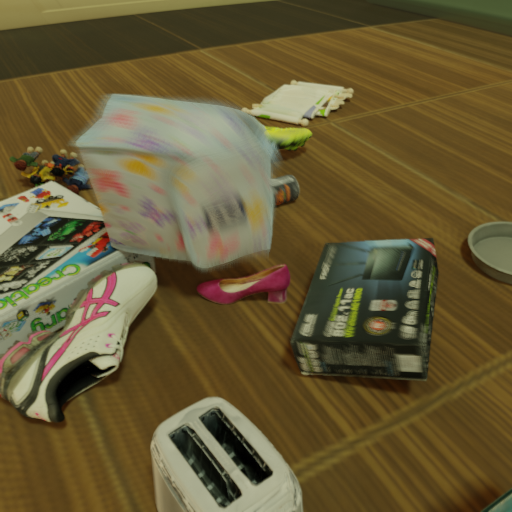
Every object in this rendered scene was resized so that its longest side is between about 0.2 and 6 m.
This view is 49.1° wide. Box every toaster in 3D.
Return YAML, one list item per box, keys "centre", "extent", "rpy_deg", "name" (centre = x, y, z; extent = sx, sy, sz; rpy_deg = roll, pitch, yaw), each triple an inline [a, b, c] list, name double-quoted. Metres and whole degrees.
- centre: [-0.363, 2.468, 5.902]
  extent: [1.192, 1.355, 2.097]
  rpy_deg: [-22, 41, -28]
  name: "toaster"

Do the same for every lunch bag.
- centre: [-1.048, -1.052, 8.442]
  extent: [2.609, 2.212, 1.659]
  rpy_deg: [9, 49, 9]
  name: "lunch bag"

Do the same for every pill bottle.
- centre: [0.323, -1.325, 11.792]
  extent: [1.072, 0.569, 0.569]
  rpy_deg: [-18, 40, -23]
  name: "pill bottle"

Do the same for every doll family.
- centre: [-4.472, -1.852, 12.419]
  extent: [1.860, 0.730, 1.075]
  rpy_deg: [3, 31, 0]
  name: "doll family"

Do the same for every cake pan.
- centre: [4.747, -0.027, 10.208]
  extent: [1.763, 0.323, 1.763]
  rpy_deg: [0, 36, 0]
  name: "cake pan"

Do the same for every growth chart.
- centre: [1.367, -4.549, 16.467]
  extent: [2.338, 0.287, 3.231]
  rpy_deg: [20, 40, 24]
  name: "growth chart"

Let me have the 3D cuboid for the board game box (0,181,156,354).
- centre: [-4.540, 0.458, 9.075]
  extent: [3.110, 0.853, 4.927]
  rpy_deg: [28, 45, 33]
  name: "board game box"

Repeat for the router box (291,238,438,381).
- centre: [1.677, 0.703, 8.263]
  extent: [1.751, 0.726, 2.336]
  rpy_deg: [-3, 37, 25]
  name: "router box"

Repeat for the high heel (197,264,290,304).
- centre: [-0.223, 0.406, 9.251]
  extent: [1.558, 0.747, 0.525]
  rpy_deg: [7, 37, 9]
  name: "high heel"

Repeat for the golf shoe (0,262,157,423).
- centre: [-2.261, 1.208, 8.017]
  extent: [1.288, 1.015, 2.797]
  rpy_deg: [25, 51, 24]
  name: "golf shoe"

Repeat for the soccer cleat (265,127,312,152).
- centre: [0.528, -2.845, 13.324]
  extent: [1.856, 0.600, 0.776]
  rpy_deg: [-19, 71, -30]
  name: "soccer cleat"

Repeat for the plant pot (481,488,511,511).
- centre: [2.719, 2.997, 5.014]
  extent: [1.792, 1.792, 1.684]
  rpy_deg: [-21, 57, -26]
  name: "plant pot"
